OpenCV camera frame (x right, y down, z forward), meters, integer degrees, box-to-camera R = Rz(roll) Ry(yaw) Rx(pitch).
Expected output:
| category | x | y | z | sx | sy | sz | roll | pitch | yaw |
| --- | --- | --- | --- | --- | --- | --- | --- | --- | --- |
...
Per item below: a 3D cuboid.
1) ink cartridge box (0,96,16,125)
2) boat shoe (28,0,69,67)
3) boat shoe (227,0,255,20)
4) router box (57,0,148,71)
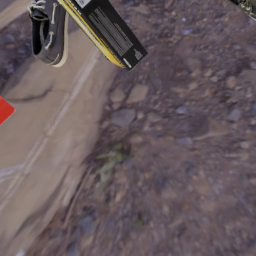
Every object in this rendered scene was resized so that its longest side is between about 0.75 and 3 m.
| category | x | y | z | sx | sy | sz | roll | pitch | yaw |
| --- | --- | --- | --- | --- | --- | --- | --- | --- | --- |
| ink cartridge box | -2.559 | -0.289 | 4.358 | 1.336 | 0.335 | 1.084 | 33 | 73 | 30 |
| boat shoe | -1.787 | -2.495 | 6.121 | 0.811 | 0.700 | 2.231 | -7 | 86 | 34 |
| boat shoe | 1.733 | -1.854 | 4.049 | 0.340 | 0.412 | 1.200 | -10 | 48 | -27 |
| router box | -0.654 | -2.153 | 5.512 | 0.535 | 2.047 | 1.609 | -43 | 29 | 0 |
